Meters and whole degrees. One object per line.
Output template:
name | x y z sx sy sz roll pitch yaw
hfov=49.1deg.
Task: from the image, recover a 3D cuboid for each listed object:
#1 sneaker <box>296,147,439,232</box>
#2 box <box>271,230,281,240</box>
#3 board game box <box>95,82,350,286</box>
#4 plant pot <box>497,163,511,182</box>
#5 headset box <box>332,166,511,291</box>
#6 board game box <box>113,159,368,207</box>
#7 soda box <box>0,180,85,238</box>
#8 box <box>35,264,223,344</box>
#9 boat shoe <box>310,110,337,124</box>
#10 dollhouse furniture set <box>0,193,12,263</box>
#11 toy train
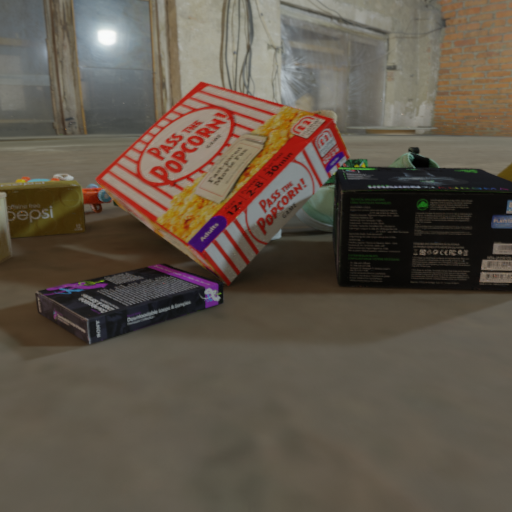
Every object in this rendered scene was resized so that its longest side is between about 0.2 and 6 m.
sneaker | 1.945 -1.245 9.751 2.565 1.513 0.944 -7 58 -22
box | -0.323 -0.581 9.130 0.881 0.691 1.417 11 15 35
board game box | -0.630 -1.238 8.066 2.406 0.735 3.176 -47 44 -12
plant pot | 4.797 -1.158 9.968 0.977 1.000 0.971 -13 -24 -38
headset box | 2.292 -0.517 7.926 2.358 1.257 2.709 2 15 7
board game box | -0.028 -1.590 11.728 2.824 0.632 5.390 1 9 36
soda box | -4.346 -0.792 9.692 2.580 0.874 0.826 -7 16 -23
box | -1.363 0.462 6.141 1.668 0.301 1.192 -12 18 -41
boat shoe | 0.531 -2.381 10.993 2.257 0.733 0.814 -2 -26 35
dollhouse furniture set | -4.369 -0.384 7.996 1.445 0.960 1.267 0 15 1
toy train | -4.149 -1.266 12.086 1.739 0.644 2.315 -12 22 -41
